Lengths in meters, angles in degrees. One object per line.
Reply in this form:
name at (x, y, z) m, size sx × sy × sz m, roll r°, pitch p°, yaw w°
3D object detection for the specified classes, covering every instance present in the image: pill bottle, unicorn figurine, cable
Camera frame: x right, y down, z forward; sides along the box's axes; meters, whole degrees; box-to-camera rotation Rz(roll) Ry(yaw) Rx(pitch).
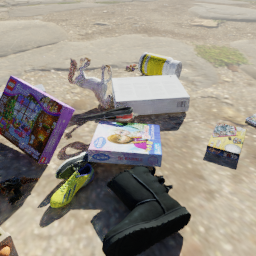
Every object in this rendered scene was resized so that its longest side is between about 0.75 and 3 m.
pill bottle at (1.606, -3.044, 13.953) m, size 1.974 × 1.128 × 1.128 m, roll 21°, pitch 39°, yaw 27°
unicorn figurine at (-1.322, -1.855, 11.532) m, size 2.483 × 1.705 × 0.917 m, roll 21°, pitch 10°, yaw 10°
cable at (-0.666, -0.351, 10.020) m, size 2.213 × 0.557 × 1.075 m, roll -16°, pitch 9°, yaw -27°

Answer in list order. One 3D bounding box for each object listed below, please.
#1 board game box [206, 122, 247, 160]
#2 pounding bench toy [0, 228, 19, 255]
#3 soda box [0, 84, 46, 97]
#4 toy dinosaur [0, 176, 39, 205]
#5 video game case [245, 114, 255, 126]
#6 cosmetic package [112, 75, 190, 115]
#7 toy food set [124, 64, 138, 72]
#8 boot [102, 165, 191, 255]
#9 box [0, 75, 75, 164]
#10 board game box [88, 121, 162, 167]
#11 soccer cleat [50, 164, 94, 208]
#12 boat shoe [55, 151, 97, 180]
board game box at (3.389, 0.412, 9.593) m, size 1.058 × 0.270 × 1.561 m, roll 16°, pitch 38°, yaw 22°
pounding bench toy at (-3.018, 2.305, 5.573) m, size 1.285 × 1.648 × 1.024 m, roll 24°, pitch 41°, yaw 32°
soda box at (-4.464, -1.074, 11.332) m, size 2.286 × 0.780 × 0.725 m, roll -16°, pitch 37°, yaw -22°
toy dinosaur at (-3.137, 1.551, 7.699) m, size 1.231 × 0.629 × 0.836 m, roll -32°, pitch 25°, yaw -8°
video game case at (5.116, -0.249, 10.727) m, size 0.805 × 0.102 × 0.883 m, roll -21°, pitch 40°, yaw -28°
cosmetic package at (0.849, -1.436, 11.873) m, size 2.968 × 0.767 × 2.238 m, roll -4°, pitch 36°, yaw -5°
toy food set at (0.228, -3.318, 15.202) m, size 0.615 × 0.152 × 0.968 m, roll 22°, pitch 40°, yaw 28°
boot at (0.118, 1.893, 6.875) m, size 2.425 × 0.897 × 1.987 m, roll -14°, pitch 37°, yaw -28°
box at (-3.232, -0.334, 9.138) m, size 2.821 × 1.931 × 0.552 m, roll 28°, pitch 3°, yaw 28°
board game box at (-0.032, 0.438, 9.020) m, size 2.158 × 0.445 × 2.163 m, roll 4°, pitch 24°, yaw 1°
soccer cleat at (-1.528, 1.524, 7.610) m, size 0.501 × 0.649 × 1.551 m, roll 23°, pitch 41°, yaw 30°
boat shoe at (-1.491, 1.134, 8.246) m, size 0.433 × 0.542 × 1.434 m, roll 30°, pitch 41°, yaw 25°
